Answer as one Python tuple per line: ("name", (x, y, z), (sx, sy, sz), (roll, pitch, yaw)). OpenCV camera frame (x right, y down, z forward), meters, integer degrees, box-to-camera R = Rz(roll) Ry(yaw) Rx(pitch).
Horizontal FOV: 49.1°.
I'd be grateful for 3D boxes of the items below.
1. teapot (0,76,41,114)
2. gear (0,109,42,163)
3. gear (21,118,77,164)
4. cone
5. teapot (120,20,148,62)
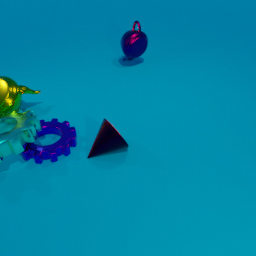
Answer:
("teapot", (-3.698, -0.908, 8.449), (2.028, 0.993, 1.261), (-18, 71, 2))
("gear", (-3.275, 0.199, 7.099), (2.078, 0.384, 2.078), (-11, 30, 6))
("gear", (-2.153, 0.307, 7.482), (1.538, 0.284, 1.538), (0, 38, 0))
("cone", (-0.662, 0.443, 7.164), (1.002, 0.998, 0.998), (-41, 48, -7))
("teapot", (0.171, -3.297, 11.022), (1.139, 1.832, 0.897), (-16, 50, -34))
